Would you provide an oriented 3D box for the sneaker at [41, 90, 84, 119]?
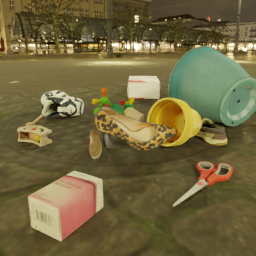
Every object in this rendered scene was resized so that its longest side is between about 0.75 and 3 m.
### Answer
[{"bbox_3d":[-3.354,-1.042,12.217,2.520,1.006,1.640,24,19,31],"label":"sneaker"}]

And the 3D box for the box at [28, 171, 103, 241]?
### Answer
[{"bbox_3d":[-1.112,1.380,5.208,0.769,0.655,1.203,10,20,29],"label":"box"}]

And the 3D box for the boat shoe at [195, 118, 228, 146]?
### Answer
[{"bbox_3d":[2.651,-0.010,9.550,0.736,0.677,2.060,-6,19,-18],"label":"boat shoe"}]

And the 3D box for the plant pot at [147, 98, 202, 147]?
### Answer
[{"bbox_3d":[1.600,-0.175,8.999,1.488,1.488,1.400,16,10,41],"label":"plant pot"}]

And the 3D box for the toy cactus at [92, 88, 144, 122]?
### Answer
[{"bbox_3d":[-0.241,-0.793,11.415,2.010,1.245,2.435,23,12,27],"label":"toy cactus"}]

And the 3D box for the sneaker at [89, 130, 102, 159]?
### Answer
[{"bbox_3d":[-0.973,0.605,8.323,0.363,0.573,1.019,0,47,-8],"label":"sneaker"}]

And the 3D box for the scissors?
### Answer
[{"bbox_3d":[1.798,1.255,6.397,0.900,0.171,2.461,11,19,25],"label":"scissors"}]

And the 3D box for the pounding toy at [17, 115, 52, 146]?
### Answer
[{"bbox_3d":[-3.122,0.036,9.154,0.828,0.830,1.447,-11,20,-44],"label":"pounding toy"}]

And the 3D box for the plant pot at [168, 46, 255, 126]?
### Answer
[{"bbox_3d":[3.562,-1.481,11.186,2.885,2.885,2.711,-9,32,-25],"label":"plant pot"}]

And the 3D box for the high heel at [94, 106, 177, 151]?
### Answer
[{"bbox_3d":[0.267,-0.085,8.049,2.356,1.679,0.841,-7,52,2],"label":"high heel"}]

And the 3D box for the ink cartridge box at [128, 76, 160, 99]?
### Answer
[{"bbox_3d":[0.895,-2.466,16.712,1.803,1.019,2.461,0,18,1],"label":"ink cartridge box"}]
